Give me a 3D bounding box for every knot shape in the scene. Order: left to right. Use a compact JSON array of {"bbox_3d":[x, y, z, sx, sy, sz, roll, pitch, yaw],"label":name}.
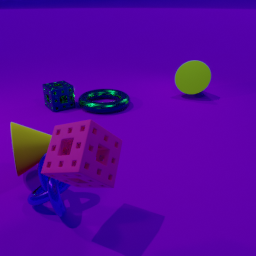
[{"bbox_3d":[-1.461,1.030,5.541,0.595,1.204,1.287,20,-7,-38],"label":"knot shape"}]

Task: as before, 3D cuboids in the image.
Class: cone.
[{"bbox_3d":[-1.953,0.401,6.419,1.221,1.216,1.216,-7,27,-20],"label":"cone"},{"bbox_3d":[2.868,-1.912,11.965,1.440,1.440,1.445,12,-7,23],"label":"cone"}]

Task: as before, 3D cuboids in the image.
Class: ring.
[{"bbox_3d":[-0.905,-1.057,10.698,2.006,0.401,2.006,0,25,0],"label":"ring"}]

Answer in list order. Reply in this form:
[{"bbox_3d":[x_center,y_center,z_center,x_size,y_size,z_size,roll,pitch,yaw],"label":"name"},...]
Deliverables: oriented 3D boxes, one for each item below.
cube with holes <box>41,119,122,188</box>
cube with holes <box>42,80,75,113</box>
[{"bbox_3d":[-0.718,0.456,4.536,0.823,0.823,0.823,-8,61,35],"label":"cube with holes"},{"bbox_3d":[-2.575,-1.191,10.449,0.865,0.865,0.865,-17,31,-31],"label":"cube with holes"}]
